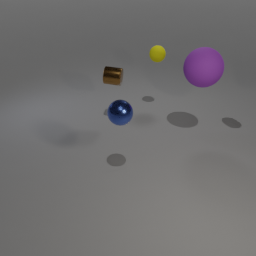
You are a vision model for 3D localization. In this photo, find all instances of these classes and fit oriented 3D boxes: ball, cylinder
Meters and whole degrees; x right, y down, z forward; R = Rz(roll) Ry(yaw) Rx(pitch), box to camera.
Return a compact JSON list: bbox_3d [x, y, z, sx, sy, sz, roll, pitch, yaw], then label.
[{"bbox_3d":[-0.209,-0.413,7.536,0.700,0.700,0.700,0,29,0],"label":"ball"},{"bbox_3d":[-0.588,-2.072,11.163,0.700,0.700,0.700,9,30,6],"label":"cylinder"},{"bbox_3d":[2.672,-2.141,9.918,1.400,1.400,1.400,0,29,0],"label":"ball"},{"bbox_3d":[1.266,-3.180,12.024,0.700,0.700,0.700,0,29,0],"label":"ball"}]
